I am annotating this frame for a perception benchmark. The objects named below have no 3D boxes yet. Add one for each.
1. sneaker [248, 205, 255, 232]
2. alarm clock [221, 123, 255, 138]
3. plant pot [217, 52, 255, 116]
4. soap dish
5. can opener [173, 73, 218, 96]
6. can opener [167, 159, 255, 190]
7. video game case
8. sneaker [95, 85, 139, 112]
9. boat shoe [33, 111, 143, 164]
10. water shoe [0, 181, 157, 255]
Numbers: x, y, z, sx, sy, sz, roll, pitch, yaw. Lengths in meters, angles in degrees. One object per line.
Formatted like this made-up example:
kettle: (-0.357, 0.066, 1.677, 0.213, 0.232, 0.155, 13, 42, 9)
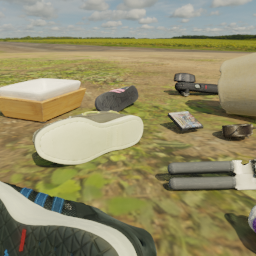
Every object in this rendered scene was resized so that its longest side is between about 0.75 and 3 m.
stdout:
sneaker: (2.484, 1.464, 3.595, 1.678, 0.675, 0.742, 1, 25, 15)
alarm clock: (3.015, 0.072, 7.910, 0.797, 0.393, 1.181, -5, 5, -13)
plant pot: (4.650, -1.495, 9.442, 2.676, 2.924, 2.924, 1, 15, 39)
soap dish: (-3.115, -1.085, 10.297, 2.134, 1.102, 2.713, 8, 20, 22)
can opener: (3.526, -1.946, 13.303, 2.790, 1.097, 0.884, 8, 10, -5)
can opener: (1.825, 0.936, 5.428, 2.157, 0.568, 0.717, -1, -16, -6)
video game case: (1.734, -0.222, 8.483, 0.771, 0.109, 0.853, -6, 38, -25)
sneaker: (-0.605, -1.035, 10.940, 1.011, 0.865, 2.466, -11, 8, 38)
boat shoe: (-0.955, 0.140, 6.828, 3.010, 1.076, 0.900, -9, 20, -42)
water shoe: (-1.091, 1.386, 3.624, 2.986, 1.068, 1.178, 11, -5, 31)
